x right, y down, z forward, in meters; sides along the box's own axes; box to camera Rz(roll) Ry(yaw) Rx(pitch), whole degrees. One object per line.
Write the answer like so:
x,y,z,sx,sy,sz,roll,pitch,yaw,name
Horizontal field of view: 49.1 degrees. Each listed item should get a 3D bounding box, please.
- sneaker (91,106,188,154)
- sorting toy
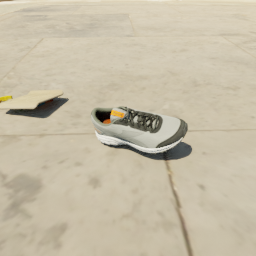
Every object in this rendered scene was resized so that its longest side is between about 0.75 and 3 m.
0.166,-0.039,6.596,2.462,0.976,0.910,4,53,26,sneaker
-3.336,-0.878,9.040,2.096,0.281,1.562,1,23,21,sorting toy
